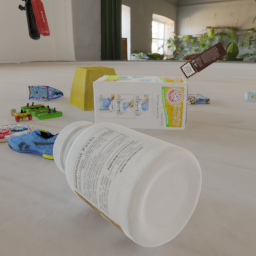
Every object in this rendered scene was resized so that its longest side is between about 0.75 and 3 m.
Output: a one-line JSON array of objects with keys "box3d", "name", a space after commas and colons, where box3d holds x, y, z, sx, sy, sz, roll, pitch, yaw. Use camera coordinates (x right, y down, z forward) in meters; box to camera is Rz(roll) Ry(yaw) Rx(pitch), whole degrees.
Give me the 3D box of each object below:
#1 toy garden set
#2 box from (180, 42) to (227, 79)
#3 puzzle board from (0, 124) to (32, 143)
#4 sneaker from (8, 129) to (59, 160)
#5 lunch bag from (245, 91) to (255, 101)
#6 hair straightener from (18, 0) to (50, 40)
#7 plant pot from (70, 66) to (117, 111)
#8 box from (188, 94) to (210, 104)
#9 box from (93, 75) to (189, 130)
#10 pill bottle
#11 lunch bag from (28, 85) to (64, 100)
[{"box3d": [-3.413, -0.638, 9.853, 1.515, 0.363, 1.818, -14, 21, -38], "name": "toy garden set"}, {"box3d": [2.242, -2.003, 8.331, 1.272, 0.477, 0.637, -35, 3, -19], "name": "box"}, {"box3d": [-3.529, 0.151, 7.589, 1.748, 0.152, 1.317, -8, 18, -26], "name": "puzzle board"}, {"box3d": [-2.106, 0.257, 6.404, 1.636, 0.641, 0.539, 8, 20, 29], "name": "sneaker"}, {"box3d": [5.784, -1.393, 12.337, 1.043, 0.402, 0.837, 13, 18, 36], "name": "lunch bag"}, {"box3d": [-2.537, -3.185, 6.886, 0.792, 2.058, 0.421, -9, 11, 31], "name": "hair straightener"}, {"box3d": [-1.303, -1.683, 11.340, 1.735, 1.530, 1.735, -9, 19, -30], "name": "plant pot"}, {"box3d": [2.904, -1.269, 12.184, 0.843, 0.246, 1.231, -2, 17, -8], "name": "box"}, {"box3d": [0.439, -0.853, 8.759, 2.723, 1.380, 1.531, 2, 18, 7], "name": "box"}, {"box3d": [-0.179, 0.601, 4.095, 1.265, 1.265, 2.212, -13, 21, -37], "name": "pill bottle"}, {"box3d": [-3.724, -1.626, 12.936, 1.037, 0.648, 1.377, 3, 7, 20], "name": "lunch bag"}]
